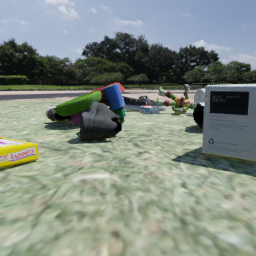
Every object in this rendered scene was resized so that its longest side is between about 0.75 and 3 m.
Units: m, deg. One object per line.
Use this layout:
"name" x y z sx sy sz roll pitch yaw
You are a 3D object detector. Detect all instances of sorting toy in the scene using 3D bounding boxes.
"sorting toy" -0.890 -0.621 9.090 1.778 1.215 2.959 -12 14 33

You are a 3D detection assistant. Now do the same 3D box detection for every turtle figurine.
"turtle figurine" 2.038 -1.236 11.401 1.680 1.247 1.733 12 8 9

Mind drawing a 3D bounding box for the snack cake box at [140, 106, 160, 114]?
"snack cake box" 0.914 -0.768 11.832 0.483 0.282 0.840 -7 11 -26

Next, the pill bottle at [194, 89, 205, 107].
"pill bottle" 3.819 -1.155 11.390 2.103 1.167 1.167 -3 10 -18

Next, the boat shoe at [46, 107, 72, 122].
"boat shoe" -1.867 -0.504 9.410 1.687 0.601 0.508 -14 22 -40

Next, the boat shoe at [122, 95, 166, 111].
"boat shoe" 0.594 -1.150 12.757 2.370 0.671 0.813 2 12 -6

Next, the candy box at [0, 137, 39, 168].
"candy box" -2.918 0.336 4.799 2.625 0.347 1.342 6 11 33

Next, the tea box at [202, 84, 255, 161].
"tea box" 2.582 -0.163 5.073 1.871 1.250 1.841 7 12 38

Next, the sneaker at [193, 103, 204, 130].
"sneaker" 2.943 -0.296 7.321 1.720 1.128 2.990 -16 9 -31

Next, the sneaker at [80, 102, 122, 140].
"sneaker" -0.594 -0.139 6.971 0.935 0.782 2.060 6 18 0
